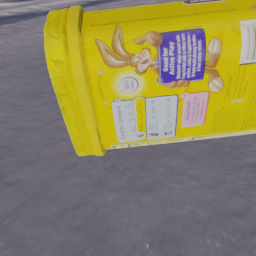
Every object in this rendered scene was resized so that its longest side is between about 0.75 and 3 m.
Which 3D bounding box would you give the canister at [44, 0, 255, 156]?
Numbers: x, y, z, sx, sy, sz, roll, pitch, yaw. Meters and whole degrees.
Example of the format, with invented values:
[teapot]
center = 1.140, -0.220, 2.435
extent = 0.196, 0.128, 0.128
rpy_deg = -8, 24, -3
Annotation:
[canister]
center = 0.512, -0.593, 3.474
extent = 2.545, 1.890, 1.101
rpy_deg = -6, 46, 0
